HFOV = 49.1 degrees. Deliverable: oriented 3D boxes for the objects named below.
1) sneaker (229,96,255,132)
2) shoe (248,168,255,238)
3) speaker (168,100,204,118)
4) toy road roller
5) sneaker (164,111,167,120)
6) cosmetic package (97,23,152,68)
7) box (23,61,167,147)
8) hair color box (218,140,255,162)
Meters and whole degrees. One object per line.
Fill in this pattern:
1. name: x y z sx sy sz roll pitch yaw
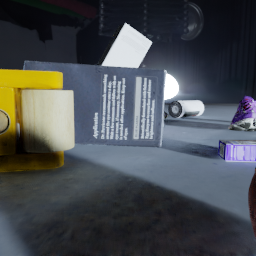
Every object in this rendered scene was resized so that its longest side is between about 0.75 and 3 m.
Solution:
1. sneaker: 3.998 -0.497 9.503 1.121 1.160 2.779 2 7 17
2. shoe: 0.988 0.549 1.220 0.714 0.909 1.999 5 8 35
3. speaker: 3.269 -1.074 15.564 0.946 0.946 2.330 6 8 43
4. toy road roller: -2.214 -0.187 4.840 2.469 1.517 1.803 -1 7 -14
5. sneaker: 1.502 -0.630 13.632 0.807 0.690 1.853 11 15 5
6. cosmetic package: -0.254 -2.039 8.552 1.042 1.937 0.822 30 3 -22
7. box: -0.761 -0.515 6.647 2.755 1.618 2.710 3 3 -6
8. hair color box: 2.251 0.409 5.095 1.061 0.344 0.580 2 6 5
